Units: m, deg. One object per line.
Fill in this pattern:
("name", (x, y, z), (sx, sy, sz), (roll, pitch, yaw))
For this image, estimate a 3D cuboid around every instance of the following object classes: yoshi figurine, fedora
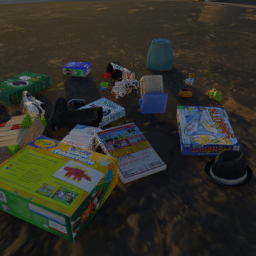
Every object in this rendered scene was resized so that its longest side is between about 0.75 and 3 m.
("yoshi figurine", (4.099, -1.498, 13.059), (0.527, 0.529, 0.941), (36, 9, -17))
("fedora", (3.060, 1.098, 8.385), (1.487, 0.679, 1.487), (0, 32, 0))

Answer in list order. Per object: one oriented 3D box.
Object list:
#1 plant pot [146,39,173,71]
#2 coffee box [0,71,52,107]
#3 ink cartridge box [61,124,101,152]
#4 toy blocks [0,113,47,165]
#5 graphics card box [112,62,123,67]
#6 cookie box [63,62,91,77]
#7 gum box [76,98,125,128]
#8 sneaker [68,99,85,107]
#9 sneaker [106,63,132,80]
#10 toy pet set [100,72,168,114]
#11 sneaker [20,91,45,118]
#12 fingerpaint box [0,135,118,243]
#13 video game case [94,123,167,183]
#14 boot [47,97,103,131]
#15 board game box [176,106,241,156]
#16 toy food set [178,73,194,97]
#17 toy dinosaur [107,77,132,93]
("plant pot", (1.953, -4.443, 16.736), (1.656, 1.556, 1.656), (0, 31, 0))
("coffee box", (-5.270, -1.955, 13.513), (1.706, 0.610, 2.775), (14, 33, 22))
("ink cartridge box", (-1.629, 0.565, 9.375), (0.952, 0.561, 1.654), (10, 32, 16))
("toy blocks", (-3.989, 0.395, 9.245), (1.841, 1.346, 2.693), (-9, 29, 6))
("graphics card box", (-0.696, -3.756, 16.894), (0.519, 0.210, 0.828), (-11, 34, -17))
("cookie box", (-2.897, -3.351, 15.944), (1.303, 0.490, 1.115), (6, 32, 9))
("gum box", (-1.189, -0.604, 11.428), (1.658, 0.369, 1.409), (-28, 41, -32))
("sneaker", (-2.253, -1.081, 12.386), (0.778, 0.275, 0.386), (-6, 26, -18))
("sneaker", (-0.438, -2.973, 15.296), (0.995, 0.749, 2.127), (8, 20, -31))
("toy pet set", (0.177, -1.332, 12.018), (2.677, 1.523, 2.867), (-3, -2, -6))
("sneaker", (-4.014, -0.901, 11.829), (0.914, 0.789, 2.086), (3, 29, -28))
("fingerpaint box", (-1.949, 1.442, 7.502), (2.701, 0.991, 2.254), (14, 35, 21))
("video game case", (0.037, 0.708, 8.987), (1.527, 0.186, 2.135), (-14, 48, -26))
("boot", (-1.912, -0.634, 10.688), (1.997, 0.655, 1.646), (-8, 51, 17))
("board game box", (2.834, 0.028, 10.341), (1.895, 0.482, 2.800), (2, 31, 4))
("toy food set", (2.780, -1.988, 13.409), (0.644, 0.683, 1.431), (7, 63, 11))
("toy dinosaur", (-0.443, -2.014, 13.696), (1.274, 0.651, 0.865), (20, 48, -7))
